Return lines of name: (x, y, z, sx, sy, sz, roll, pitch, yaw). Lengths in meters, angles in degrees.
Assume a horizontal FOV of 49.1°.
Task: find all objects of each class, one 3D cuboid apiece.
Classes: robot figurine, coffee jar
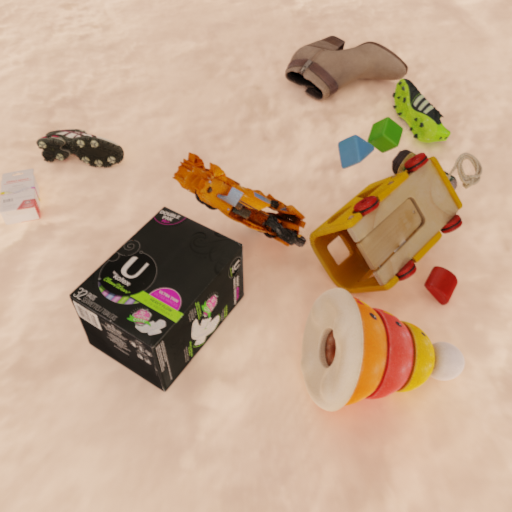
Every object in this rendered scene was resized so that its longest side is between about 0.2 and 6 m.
robot figurine: (-0.142, -0.849, 9.264, 1.693, 2.336, 0.680, 36, 100, 53)
coffee jar: (3.211, -1.542, 10.789, 1.238, 0.646, 0.528, 40, 95, 29)

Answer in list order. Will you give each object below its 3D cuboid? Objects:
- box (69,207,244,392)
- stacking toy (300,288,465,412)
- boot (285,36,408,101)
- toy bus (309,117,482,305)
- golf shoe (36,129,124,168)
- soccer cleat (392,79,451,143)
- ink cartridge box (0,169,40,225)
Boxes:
box: (-1.394, 0.594, 8.537, 1.595, 1.335, 2.147, 27, 54, 20)
stacking toy: (1.931, 1.406, 8.038, 2.312, 1.689, 1.689, 8, 48, -17)
boot: (1.997, -4.257, 13.069, 2.506, 0.880, 1.832, 28, 61, 24)
toy bus: (2.240, -0.626, 9.496, 2.871, 1.484, 2.709, 14, 77, -28)
golf shoe: (-3.527, -2.314, 11.458, 1.812, 0.700, 0.798, 8, 43, 6)
soccer cleat: (3.579, -3.152, 12.254, 0.798, 0.665, 1.970, 2, 50, -19)
ink cartridge box: (-4.478, -1.142, 10.648, 0.638, 0.370, 1.096, -11, 52, -9)
